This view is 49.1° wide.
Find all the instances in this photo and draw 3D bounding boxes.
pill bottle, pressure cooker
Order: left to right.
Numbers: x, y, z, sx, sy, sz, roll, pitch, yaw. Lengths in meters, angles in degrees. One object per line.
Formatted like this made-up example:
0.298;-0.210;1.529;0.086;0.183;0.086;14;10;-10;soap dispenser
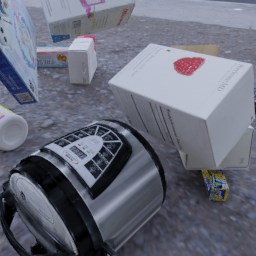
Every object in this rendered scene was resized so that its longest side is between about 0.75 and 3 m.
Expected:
-3.883;-0.172;8.101;1.998;1.042;1.042;24;41;32;pill bottle
-0.820;1.256;4.904;2.541;2.270;2.235;-30;4;-37;pressure cooker

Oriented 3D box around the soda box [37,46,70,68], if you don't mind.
-3.933;-3.316;13.097;2.452;0.780;0.839;-2;33;-5;soda box

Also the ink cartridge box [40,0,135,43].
-1.245;-3.638;8.551;2.571;1.088;1.858;-17;4;-10;ink cartridge box

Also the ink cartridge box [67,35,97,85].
-1.894;-2.921;11.869;0.856;1.475;1.999;2;33;4;ink cartridge box

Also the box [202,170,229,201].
2.034;1.162;6.652;0.375;0.409;1.166;1;33;2;box

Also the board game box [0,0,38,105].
-2.838;-2.268;6.680;0.554;2.554;2.542;-8;65;-1;board game box

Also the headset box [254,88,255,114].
4.336;-0.965;9.829;0.902;0.455;1.213;21;39;29;headset box

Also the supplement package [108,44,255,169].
0.979;-0.517;5.197;2.196;1.315;1.332;27;65;41;supplement package

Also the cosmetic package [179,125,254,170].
1.994;-0.044;7.420;1.490;1.052;2.878;0;21;0;cosmetic package

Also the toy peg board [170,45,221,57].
2.332;-1.985;10.508;1.972;0.969;1.980;11;72;37;toy peg board
